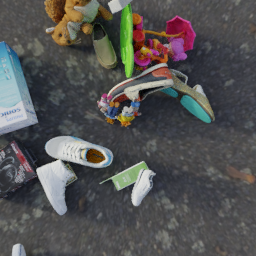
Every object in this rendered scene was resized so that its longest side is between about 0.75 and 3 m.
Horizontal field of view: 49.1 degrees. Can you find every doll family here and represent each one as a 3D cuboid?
[{"bbox_3d":[-0.390,-0.518,10.265,1.697,1.053,0.765,16,58,0],"label":"doll family"}]

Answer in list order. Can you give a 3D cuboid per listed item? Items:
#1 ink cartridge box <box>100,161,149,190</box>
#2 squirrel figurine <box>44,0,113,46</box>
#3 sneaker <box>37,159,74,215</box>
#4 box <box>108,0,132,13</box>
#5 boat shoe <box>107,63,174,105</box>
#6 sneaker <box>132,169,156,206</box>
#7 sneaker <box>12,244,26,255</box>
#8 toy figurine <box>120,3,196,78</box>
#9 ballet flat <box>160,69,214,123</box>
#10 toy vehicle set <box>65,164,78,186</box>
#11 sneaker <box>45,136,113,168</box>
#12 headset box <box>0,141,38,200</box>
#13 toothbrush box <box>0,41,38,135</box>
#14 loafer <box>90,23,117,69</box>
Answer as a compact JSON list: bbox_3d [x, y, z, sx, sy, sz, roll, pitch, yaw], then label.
[{"bbox_3d":[-0.088,1.801,10.051,1.739,0.903,0.516,-26,84,-3],"label":"ink cartridge box"},{"bbox_3d":[-2.146,-4.154,10.525,2.098,1.591,2.248,-51,60,11],"label":"squirrel figurine"},{"bbox_3d":[-2.364,2.081,10.017,1.090,0.695,1.886,-25,93,-6],"label":"sneaker"},{"bbox_3d":[-0.226,-3.938,8.734,0.401,0.976,0.334,-12,122,30],"label":"box"},{"bbox_3d":[0.393,-1.376,10.006,2.563,0.912,0.802,-24,79,24],"label":"boat shoe"},{"bbox_3d":[0.450,1.757,8.199,0.447,0.425,1.112,13,78,25],"label":"sneaker"},{"bbox_3d":[-3.418,5.284,9.793,0.919,0.948,2.596,-11,91,-15],"label":"sneaker"},{"bbox_3d":[1.173,-3.064,10.015,2.603,2.123,2.828,-1,63,-9],"label":"toy figurine"},{"bbox_3d":[2.113,-1.383,10.373,2.980,1.053,1.053,35,85,5],"label":"ballet flat"},{"bbox_3d":[-2.502,1.893,10.428,1.067,0.141,0.663,-33,85,-3],"label":"toy vehicle set"},{"bbox_3d":[-1.788,0.825,10.105,2.497,1.009,0.955,10,86,2],"label":"sneaker"},{"bbox_3d":[-4.274,1.492,10.156,1.968,0.760,1.465,-34,85,-4],"label":"headset box"},{"bbox_3d":[-4.856,-1.286,10.182,2.157,1.257,2.946,-19,84,-2],"label":"toothbrush box"},{"bbox_3d":[-0.995,-3.157,10.689,0.723,0.641,1.901,-26,85,-3],"label":"loafer"}]
